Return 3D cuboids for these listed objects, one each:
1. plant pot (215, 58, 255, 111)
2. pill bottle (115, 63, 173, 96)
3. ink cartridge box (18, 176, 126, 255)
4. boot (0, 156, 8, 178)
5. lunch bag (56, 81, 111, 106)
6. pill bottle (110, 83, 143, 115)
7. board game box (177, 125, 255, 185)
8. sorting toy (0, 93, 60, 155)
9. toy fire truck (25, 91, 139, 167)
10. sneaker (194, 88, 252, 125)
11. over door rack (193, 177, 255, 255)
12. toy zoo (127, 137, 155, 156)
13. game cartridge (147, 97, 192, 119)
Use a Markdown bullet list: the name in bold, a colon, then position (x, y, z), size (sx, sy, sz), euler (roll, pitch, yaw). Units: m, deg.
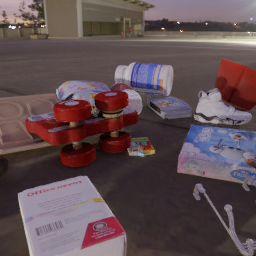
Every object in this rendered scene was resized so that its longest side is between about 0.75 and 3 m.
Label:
- **plant pot**: position (4.740, -1.760, 11.844), size (1.783, 1.572, 1.784), euler (16, 18, -21)
- **pill bottle**: position (0.720, -2.269, 12.834), size (2.480, 1.390, 1.390), euler (10, 24, 18)
- **ink cartridge box**: position (-1.004, 1.670, 4.714), size (1.346, 0.781, 1.824), euler (-10, 22, -24)
- **boot**: position (-3.358, 1.439, 5.534), size (1.277, 0.984, 2.634), euler (35, 36, 25)
- **lunch bag**: position (-1.753, -1.141, 11.163), size (2.067, 1.314, 1.753), euler (3, 21, -21)
- **pill bottle**: position (-0.104, -1.116, 11.313), size (1.086, 1.086, 1.936), euler (-6, 22, -15)
- **board game box**: position (2.755, 0.644, 7.644), size (2.397, 0.522, 2.409), euler (6, 22, 18)
- **sorting toy**: position (-3.180, -0.190, 8.988), size (2.519, 0.496, 2.721), euler (-10, 44, -31)
- **toy fire truck**: position (-1.302, -0.232, 8.295), size (2.897, 1.624, 2.432), euler (-18, 25, -32)
- **sneaker**: position (3.551, -0.800, 10.376), size (2.080, 1.195, 0.782), euler (4, 22, 9)
- **over door rack**: position (2.316, 1.488, 5.401), size (1.414, 0.637, 1.914), euler (-5, 22, -14)
- **toy zoo**: position (0.346, 0.571, 8.390), size (0.753, 0.118, 1.148), euler (-4, 22, -10)
- **game cartridge**: position (1.757, -0.896, 11.767), size (1.363, 0.425, 2.047), euler (-10, 24, -14)
